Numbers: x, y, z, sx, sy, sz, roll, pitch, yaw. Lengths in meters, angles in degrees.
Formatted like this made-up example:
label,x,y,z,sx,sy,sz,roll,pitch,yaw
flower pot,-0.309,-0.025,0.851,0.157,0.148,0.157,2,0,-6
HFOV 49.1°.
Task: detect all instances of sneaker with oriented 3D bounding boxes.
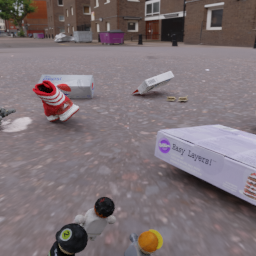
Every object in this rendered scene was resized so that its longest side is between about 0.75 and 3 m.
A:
label,x,y,z,sx,sy,sz,roll,pitch,yaw
sneaker,-2.222,-0.862,8.161,0.816,1.203,2.082,-47,24,-24

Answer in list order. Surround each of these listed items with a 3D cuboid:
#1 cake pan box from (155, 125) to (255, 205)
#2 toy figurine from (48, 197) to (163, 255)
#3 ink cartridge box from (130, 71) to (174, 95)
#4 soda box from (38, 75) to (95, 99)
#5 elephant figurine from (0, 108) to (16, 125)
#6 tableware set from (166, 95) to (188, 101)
label,x,y,z,sx,sy,sz,roll,pitch,yaw
cake pan box,2.002,0.508,5.238,2.183,0.620,2.371,-3,18,-44
toy figurine,-0.224,1.259,2.848,0.998,0.695,0.983,36,29,13
ink cartridge box,1.037,-1.813,12.044,1.546,0.346,1.362,-25,-8,-33
soda box,-2.518,-1.703,11.538,2.199,0.698,0.751,2,48,5
elephant figurine,-3.732,-0.400,8.049,0.561,0.615,0.793,-33,25,18
tableware set,1.958,-1.204,11.157,0.849,0.170,0.561,3,15,18
